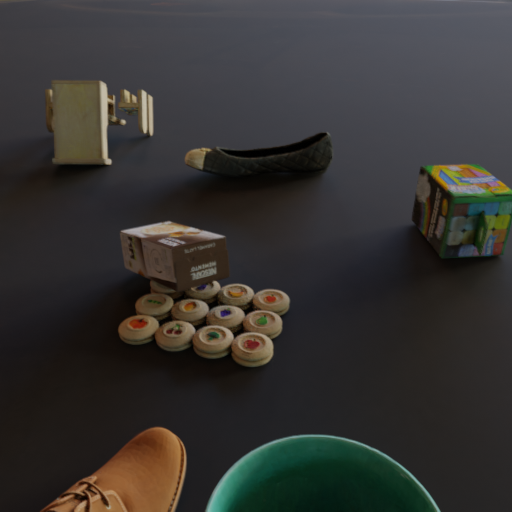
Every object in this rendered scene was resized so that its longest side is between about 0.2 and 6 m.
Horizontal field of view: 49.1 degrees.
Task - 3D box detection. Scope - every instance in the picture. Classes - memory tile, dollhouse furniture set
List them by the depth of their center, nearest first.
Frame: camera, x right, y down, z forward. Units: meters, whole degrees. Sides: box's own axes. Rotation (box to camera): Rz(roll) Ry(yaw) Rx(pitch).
[{"bbox_3d":[-0.609,0.725,6.977,1.916,0.161,1.468,8,31,13],"label":"memory tile"},{"bbox_3d":[-3.543,-2.818,12.328,2.142,1.623,2.444,1,8,1],"label":"dollhouse furniture set"}]

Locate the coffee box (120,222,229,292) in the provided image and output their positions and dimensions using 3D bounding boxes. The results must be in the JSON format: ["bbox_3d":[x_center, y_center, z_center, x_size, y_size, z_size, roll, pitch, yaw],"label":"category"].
[{"bbox_3d":[-1.112,-0.032,7.490,0.825,0.575,1.442,-15,20,-35],"label":"coffee box"}]

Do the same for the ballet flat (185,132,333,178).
[{"bbox_3d":[0.059,-2.028,11.035,2.919,0.829,0.970,-3,29,-5],"label":"ballet flat"}]

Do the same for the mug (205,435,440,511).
[{"bbox_3d":[0.438,2.202,3.462,1.511,1.137,1.839,-4,31,-8],"label":"mug"}]

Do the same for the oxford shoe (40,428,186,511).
[{"bbox_3d":[-1.213,1.992,4.213,0.781,0.780,2.189,12,30,22],"label":"oxford shoe"}]

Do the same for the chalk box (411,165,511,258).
[{"bbox_3d":[3.163,-0.619,8.430,1.012,1.019,1.633,-3,31,-7],"label":"chalk box"}]
